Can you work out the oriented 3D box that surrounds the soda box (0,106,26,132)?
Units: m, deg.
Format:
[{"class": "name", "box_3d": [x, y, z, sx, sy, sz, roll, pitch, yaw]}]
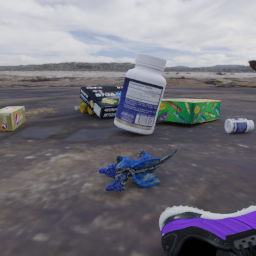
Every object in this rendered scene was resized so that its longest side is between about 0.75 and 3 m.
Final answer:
[{"class": "soda box", "box_3d": [-4.283, -0.362, 10.125, 0.682, 0.645, 2.014, -2, 10, -7]}]

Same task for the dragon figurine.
[{"class": "dragon figurine", "box_3d": [0.271, 0.706, 4.787, 1.680, 0.495, 0.835, -4, 11, -20]}]

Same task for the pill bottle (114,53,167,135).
[{"class": "pill bottle", "box_3d": [0.448, -1.088, 8.855, 1.309, 2.356, 1.309, 14, 10, -3]}]

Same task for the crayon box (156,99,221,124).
[{"class": "crayon box", "box_3d": [2.437, -0.741, 11.342, 1.676, 0.822, 2.821, 8, 10, 37]}]

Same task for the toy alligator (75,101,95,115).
[{"class": "toy alligator", "box_3d": [-1.960, -1.145, 14.191, 0.984, 0.713, 2.968, -8, 13, -39]}]

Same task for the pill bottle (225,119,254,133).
[{"class": "pill bottle", "box_3d": [3.621, -0.072, 9.093, 0.827, 0.459, 0.459, -2, 11, -9]}]

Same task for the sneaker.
[{"class": "sneaker", "box_3d": [1.033, 1.134, 2.655, 1.461, 0.508, 0.726, -3, 16, 7]}]

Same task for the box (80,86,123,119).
[{"class": "box", "box_3d": [-0.614, -1.274, 13.151, 2.672, 0.615, 2.124, -6, 35, -34]}]
